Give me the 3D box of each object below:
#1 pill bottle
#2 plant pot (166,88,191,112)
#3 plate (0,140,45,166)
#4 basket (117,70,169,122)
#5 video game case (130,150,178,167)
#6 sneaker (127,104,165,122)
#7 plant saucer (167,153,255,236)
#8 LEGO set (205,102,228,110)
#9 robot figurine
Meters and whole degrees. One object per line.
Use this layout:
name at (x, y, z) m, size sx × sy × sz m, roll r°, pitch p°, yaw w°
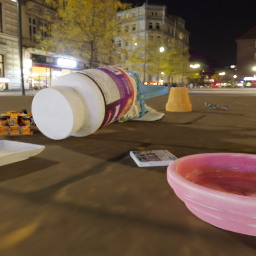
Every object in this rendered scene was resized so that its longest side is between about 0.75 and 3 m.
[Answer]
pill bottle at (-1.077, -0.725, 7.551) m, size 1.638 × 1.638 × 2.939 m, roll 4°, pitch 19°, yaw 26°
plant pot at (2.789, -1.584, 15.355) m, size 1.380 × 1.264 × 1.380 m, roll 0°, pitch 8°, yaw 0°
plate at (-2.407, 0.461, 4.955) m, size 1.341 × 0.217 × 1.344 m, roll 4°, pitch 9°, yaw 31°
basket at (-0.125, -1.275, 10.725) m, size 2.685 × 1.868 × 2.368 m, roll -22°, pitch 20°, yaw -30°
video game case at (0.458, 0.528, 4.961) m, size 0.716 × 0.090 × 0.786 m, roll -1°, pitch 9°, yaw -10°
sneaker at (0.606, -0.691, 10.838) m, size 1.709 × 0.799 × 0.602 m, roll 5°, pitch 9°, yaw 33°
plant saucer at (1.256, 0.647, 2.976) m, size 1.669 × 0.423 × 1.669 m, roll 1°, pitch 9°, yaw 0°
LEGO set at (5.111, -1.184, 16.242) m, size 1.333 × 0.378 × 0.866 m, roll 20°, pitch 19°, yaw 29°
robot figurine at (-2.973, -0.182, 8.006) m, size 1.535 × 0.616 × 2.117 m, roll -1°, pitch 8°, yaw -4°
